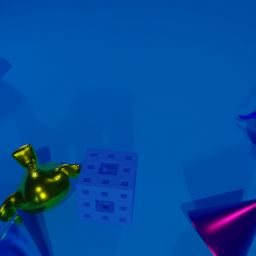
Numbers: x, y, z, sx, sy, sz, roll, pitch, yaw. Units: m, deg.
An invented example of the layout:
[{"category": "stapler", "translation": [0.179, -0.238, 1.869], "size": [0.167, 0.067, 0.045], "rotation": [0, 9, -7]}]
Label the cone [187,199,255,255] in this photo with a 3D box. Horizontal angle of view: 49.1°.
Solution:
[{"category": "cone", "translation": [2.041, 1.663, 5.072], "size": [1.358, 1.353, 1.353], "rotation": [-40, 62, 7]}]

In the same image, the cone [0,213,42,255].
[{"category": "cone", "translation": [-1.812, 2.666, 5.049], "size": [1.594, 1.588, 1.588], "rotation": [36, 61, -9]}]

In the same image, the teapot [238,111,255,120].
[{"category": "teapot", "translation": [3.514, 0.089, 6.605], "size": [1.872, 0.917, 1.164], "rotation": [39, 59, 18]}]

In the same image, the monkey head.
[{"category": "monkey head", "translation": [-1.842, 1.036, 5.696], "size": [1.824, 1.312, 1.099], "rotation": [-30, 23, -11]}]

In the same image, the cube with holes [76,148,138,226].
[{"category": "cube with holes", "translation": [-0.362, 1.111, 5.332], "size": [0.975, 0.975, 0.975], "rotation": [5, 36, 3]}]
